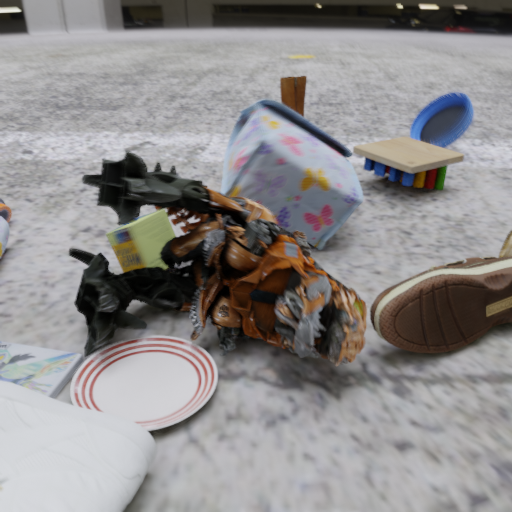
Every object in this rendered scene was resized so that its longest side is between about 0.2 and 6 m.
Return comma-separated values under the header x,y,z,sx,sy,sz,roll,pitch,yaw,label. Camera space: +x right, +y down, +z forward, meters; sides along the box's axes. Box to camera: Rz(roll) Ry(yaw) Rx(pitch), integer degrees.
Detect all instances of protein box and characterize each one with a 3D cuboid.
x,y,z,sx,sy,sz,roll,pitch,yaw,label
-1.972,-0.179,10.034,0.653,0.968,0.961,-12,16,37,protein box

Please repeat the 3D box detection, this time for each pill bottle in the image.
x,y,z,sx,sy,sz,roll,pitch,yaw,label
-5.889,-1.042,12.055,1.276,0.678,0.678,20,33,20,pill bottle

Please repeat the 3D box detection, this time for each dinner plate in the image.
x,y,z,sx,sy,sz,roll,pitch,yaw,label
-1.477,1.701,7.499,1.922,0.233,1.922,0,29,0,dinner plate

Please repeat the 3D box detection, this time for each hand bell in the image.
x,y,z,sx,sy,sz,roll,pitch,yaw,label
5.257,0.033,10.421,1.251,0.652,0.652,22,33,15,hand bell

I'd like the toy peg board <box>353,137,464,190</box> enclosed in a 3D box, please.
x,y,z,sx,sy,sz,roll,pitch,yaw,label
3.717,-2.179,13.938,1.920,0.943,1.928,-17,32,-31,toy peg board

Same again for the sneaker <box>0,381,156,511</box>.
x,y,z,sx,sy,sz,roll,pitch,yaw,label
-2.640,2.219,5.677,2.831,1.043,1.636,7,26,10,sneaker

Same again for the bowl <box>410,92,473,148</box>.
x,y,z,sx,sy,sz,roll,pitch,yaw,label
5.385,-3.870,16.239,0.375,1.911,1.911,36,10,-32,bowl

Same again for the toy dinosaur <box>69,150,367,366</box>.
x,y,z,sx,sy,sz,roll,pitch,yaw,label
-0.767,0.073,8.916,3.793,2.855,5.589,3,3,-33,toy dinosaur

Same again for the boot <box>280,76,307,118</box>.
x,y,z,sx,sy,sz,roll,pitch,yaw,label
0.856,-4.001,16.098,0.737,2.151,2.025,24,36,37,boot

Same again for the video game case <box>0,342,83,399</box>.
x,y,z,sx,sy,sz,roll,pitch,yaw,label
-3.354,1.742,7.469,1.457,0.176,1.598,6,29,11,video game case

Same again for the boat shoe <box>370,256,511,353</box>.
x,y,z,sx,sy,sz,roll,pitch,yaw,label
3.018,0.654,8.680,3.329,1.229,1.231,-7,15,-24,boat shoe

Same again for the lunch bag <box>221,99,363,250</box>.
x,y,z,sx,sy,sz,roll,pitch,yaw,label
0.671,-1.891,11.413,2.417,1.812,2.850,28,28,-17,lunch bag

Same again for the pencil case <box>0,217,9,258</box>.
x,y,z,sx,sy,sz,roll,pitch,yaw,label
-5.139,-0.094,10.202,0.892,0.817,1.967,10,26,-17,pencil case
